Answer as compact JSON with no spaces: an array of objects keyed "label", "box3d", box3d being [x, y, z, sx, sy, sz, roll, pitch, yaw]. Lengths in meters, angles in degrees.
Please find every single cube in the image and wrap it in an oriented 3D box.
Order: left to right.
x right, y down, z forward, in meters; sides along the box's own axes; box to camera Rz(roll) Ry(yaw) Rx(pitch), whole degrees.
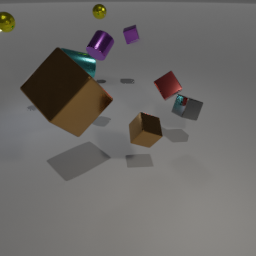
[{"label":"cube","box3d":[-1.507,-0.859,7.102,1.400,1.400,1.400,-47,65,1]},{"label":"cube","box3d":[0.182,-4.920,14.737,0.700,0.700,0.700,-14,32,12]},{"label":"cube","box3d":[0.508,0.069,8.286,0.700,0.700,0.700,15,50,-27]},{"label":"cube","box3d":[1.359,-1.414,9.495,0.700,0.700,0.700,-31,-4,9]},{"label":"cube","box3d":[2.094,-0.726,9.929,0.700,0.700,0.700,12,13,-27]}]

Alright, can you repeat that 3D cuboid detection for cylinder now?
[{"label":"cylinder","box3d":[-2.307,-2.604,12.060,1.400,1.400,1.400,3,22,-36]},{"label":"cylinder","box3d":[-0.907,-2.690,9.147,0.700,0.700,0.700,18,73,31]}]

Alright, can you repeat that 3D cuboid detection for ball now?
[{"label":"ball","box3d":[-4.373,-3.761,9.956,0.700,0.700,0.700,0,28,0]},{"label":"ball","box3d":[-1.383,-5.640,13.582,0.700,0.700,0.700,0,28,0]}]
